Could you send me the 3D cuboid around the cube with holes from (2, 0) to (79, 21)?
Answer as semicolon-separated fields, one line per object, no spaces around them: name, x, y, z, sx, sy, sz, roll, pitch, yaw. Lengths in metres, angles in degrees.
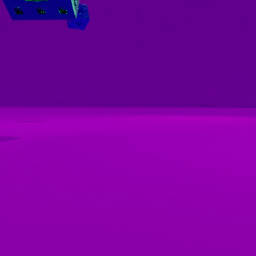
cube with holes;-1.669;-3.004;5.291;1.290;1.290;1.290;0;-30;2

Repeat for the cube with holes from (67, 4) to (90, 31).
cube with holes;-2.036;-4.489;11.291;0.703;0.703;0.703;-2;-18;-30
